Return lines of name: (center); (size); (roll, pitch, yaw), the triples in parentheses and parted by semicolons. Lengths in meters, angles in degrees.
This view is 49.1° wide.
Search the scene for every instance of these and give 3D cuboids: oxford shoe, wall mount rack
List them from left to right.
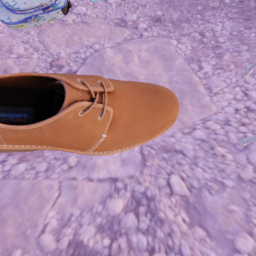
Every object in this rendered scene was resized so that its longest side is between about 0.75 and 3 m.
oxford shoe: (-0.456, -0.194, 3.202); (2.741, 0.977, 0.978); (-6, 77, -24)
wall mount rack: (2.350, -0.472, 4.072); (0.849, 1.978, 2.276); (16, 79, -36)

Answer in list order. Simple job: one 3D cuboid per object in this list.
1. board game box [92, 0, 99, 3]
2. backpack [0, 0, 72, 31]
board game box: (-0.689, -4.365, 8.864); (1.016, 0.238, 0.767); (-14, 44, 6)
backpack: (-2.254, -2.975, 5.990); (1.642, 1.503, 1.207); (-21, 9, 3)
